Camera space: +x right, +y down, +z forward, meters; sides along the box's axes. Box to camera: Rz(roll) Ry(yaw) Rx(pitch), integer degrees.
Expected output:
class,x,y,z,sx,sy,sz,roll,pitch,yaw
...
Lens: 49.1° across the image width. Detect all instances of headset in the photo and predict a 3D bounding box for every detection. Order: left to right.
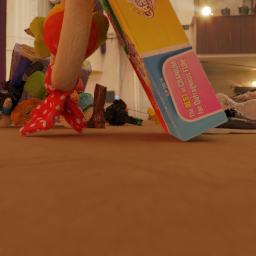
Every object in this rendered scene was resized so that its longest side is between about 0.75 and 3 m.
class,x,y,z,sx,sy,sz,roll,pitch,yaw
headset,-0.369,-0.550,10.821,1.965,0.923,1.214,12,5,17

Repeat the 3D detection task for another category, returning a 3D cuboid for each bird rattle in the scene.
class,x,y,z,sx,sy,sz,roll,pitch,yaw
bird rattle,-1.075,-1.238,4.487,1.490,2.644,2.156,15,-36,-13

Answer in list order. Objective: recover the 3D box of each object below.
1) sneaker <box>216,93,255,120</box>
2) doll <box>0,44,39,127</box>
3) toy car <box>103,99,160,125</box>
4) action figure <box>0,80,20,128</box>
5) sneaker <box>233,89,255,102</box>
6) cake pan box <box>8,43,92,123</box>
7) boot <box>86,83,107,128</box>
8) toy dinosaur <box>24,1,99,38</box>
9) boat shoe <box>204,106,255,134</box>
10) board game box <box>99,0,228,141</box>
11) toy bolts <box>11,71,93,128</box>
class,x,y,z,sx,sy,sz,roll,pitch,yaw
sneaker,2.868,-0.294,6.984,0.950,0.894,2.321,10,8,-21
doll,-3.486,-1.161,8.568,0.644,2.657,1.813,21,23,-24
toy car,0.011,-0.308,11.762,2.822,1.384,0.939,25,-25,44
action figure,-3.352,-0.352,6.695,1.632,0.833,0.970,-37,34,3
sneaker,3.727,-0.508,7.146,1.105,1.143,2.740,-16,9,-39
cake pan box,-2.956,-1.398,10.200,2.619,2.843,0.744,9,40,-21
boot,-0.948,-0.640,8.224,0.409,1.274,1.187,-1,2,-33
toy dinosaur,-1.766,-2.945,8.278,2.156,0.925,1.461,-16,29,14
boat shoe,2.020,-0.168,5.341,1.676,0.526,0.609,-1,2,-25
board game box,0.302,-1.295,4.305,0.588,2.917,2.232,-27,1,2
toy bolts,-2.049,-0.473,8.833,2.412,1.752,2.525,-45,-9,27
